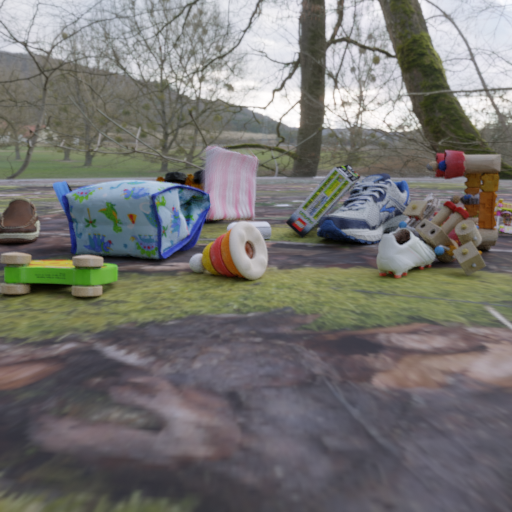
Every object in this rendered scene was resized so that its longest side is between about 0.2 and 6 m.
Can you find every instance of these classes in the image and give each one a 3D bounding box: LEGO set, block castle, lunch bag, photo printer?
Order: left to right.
[{"bbox_3d":[-2.313,-0.855,11.424,2.100,1.574,2.470,3,20,17],"label":"lunch bag"},{"bbox_3d":[-0.190,-0.602,13.399,1.014,0.352,0.844,-1,11,-6],"label":"photo printer"},{"bbox_3d":[4.329,-1.244,12.261,1.430,2.037,3.049,1,9,14],"label":"block castle"},{"bbox_3d":[5.964,-0.794,14.097,2.315,0.862,1.065,1,-25,30],"label":"LEGO set"}]

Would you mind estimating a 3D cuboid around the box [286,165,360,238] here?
[{"bbox_3d":[1.840,-1.516,14.653,0.569,1.803,3.276,42,17,3],"label":"box"}]

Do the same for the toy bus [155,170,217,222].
[{"bbox_3d":[-1.829,-1.714,17.108,2.152,1.460,2.066,-2,-3,4],"label":"toy bus"}]

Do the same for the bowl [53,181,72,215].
[{"bbox_3d":[-3.838,-0.938,11.830,0.272,1.384,1.384,-26,16,-10],"label":"bowl"}]

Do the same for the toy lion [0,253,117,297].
[{"bbox_3d":[-2.907,0.237,8.509,1.740,0.597,1.668,2,3,9],"label":"toy lion"}]

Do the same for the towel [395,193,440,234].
[{"bbox_3d":[3.546,-0.816,12.482,0.333,1.279,1.930,44,19,7],"label":"towel"}]

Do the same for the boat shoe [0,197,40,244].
[{"bbox_3d":[-5.682,-0.899,13.275,0.975,0.976,2.640,-4,11,-19],"label":"boat shoe"}]

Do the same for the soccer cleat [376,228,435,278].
[{"bbox_3d":[2.631,-0.126,9.652,0.670,0.750,1.933,7,12,34],"label":"soccer cleat"}]

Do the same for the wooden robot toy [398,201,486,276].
[{"bbox_3d":[3.504,-0.271,10.088,0.961,0.990,2.182,-40,32,2],"label":"wooden robot toy"}]

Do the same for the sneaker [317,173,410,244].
[{"bbox_3d":[2.593,-1.179,13.286,1.388,1.535,3.602,8,13,38],"label":"sneaker"}]

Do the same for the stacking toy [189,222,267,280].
[{"bbox_3d":[-0.550,0.029,9.214,1.305,0.954,0.954,-15,1,33],"label":"stacking toy"}]

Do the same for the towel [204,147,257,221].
[{"bbox_3d":[-0.590,-1.855,14.851,0.376,1.837,2.511,5,5,28],"label":"towel"}]
